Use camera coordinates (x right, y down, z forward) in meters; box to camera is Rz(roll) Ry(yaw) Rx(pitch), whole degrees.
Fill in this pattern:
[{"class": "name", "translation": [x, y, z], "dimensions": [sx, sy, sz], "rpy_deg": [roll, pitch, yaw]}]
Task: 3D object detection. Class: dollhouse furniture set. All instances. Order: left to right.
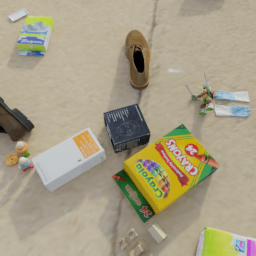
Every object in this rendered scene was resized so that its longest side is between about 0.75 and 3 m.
[{"class": "dollhouse furniture set", "translation": [0.514, 3.386, 8.178], "dimensions": [1.180, 0.768, 1.084], "rpy_deg": [-44, 68, 2]}]

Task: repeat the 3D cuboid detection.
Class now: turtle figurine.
[{"class": "turtle figurine", "translation": [2.705, -1.174, 10.366], "dimensions": [0.901, 1.252, 1.214], "rpy_deg": [-16, 62, 30]}]

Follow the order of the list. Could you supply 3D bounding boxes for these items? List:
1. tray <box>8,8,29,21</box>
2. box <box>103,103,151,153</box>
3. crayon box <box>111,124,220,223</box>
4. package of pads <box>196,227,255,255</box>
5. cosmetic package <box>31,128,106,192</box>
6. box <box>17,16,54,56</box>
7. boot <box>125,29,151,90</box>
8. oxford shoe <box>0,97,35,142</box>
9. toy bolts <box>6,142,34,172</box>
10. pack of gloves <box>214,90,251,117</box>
[{"class": "tray", "translation": [-5.051, -5.220, 12.950], "dimensions": [0.850, 0.094, 0.456], "rpy_deg": [-37, 69, -18]}, {"class": "box", "translation": [-0.052, -0.001, 9.760], "dimensions": [1.290, 0.813, 1.312], "rpy_deg": [-17, 63, -9]}, {"class": "crayon box", "translation": [1.182, 1.392, 8.975], "dimensions": [2.957, 0.751, 1.877], "rpy_deg": [-32, 69, -17]}, {"class": "package of pads", "translation": [2.670, 3.964, 7.705], "dimensions": [1.635, 0.722, 2.116], "rpy_deg": [12, 63, 7]}, {"class": "cosmetic package", "translation": [-1.916, 1.024, 9.251], "dimensions": [2.131, 0.759, 1.081], "rpy_deg": [-31, 66, -14]}, {"class": "box", "translation": [-3.992, -3.995, 12.097], "dimensions": [1.187, 0.464, 1.946], "rpy_deg": [3, 61, 3]}, {"class": "boot", "translation": [0.435, -3.046, 11.234], "dimensions": [1.085, 1.112, 2.946], "rpy_deg": [-5, 61, -1]}, {"class": "oxford shoe", "translation": [-4.747, -0.507, 9.933], "dimensions": [2.782, 1.011, 1.174], "rpy_deg": [34, 68, 17]}, {"class": "toy bolts", "translation": [-3.644, 0.989, 9.328], "dimensions": [0.899, 0.653, 0.942], "rpy_deg": [-30, 66, -15]}, {"class": "pack of gloves", "translation": [3.979, -0.988, 10.604], "dimensions": [1.371, 0.270, 1.151], "rpy_deg": [2, 63, 1]}]
